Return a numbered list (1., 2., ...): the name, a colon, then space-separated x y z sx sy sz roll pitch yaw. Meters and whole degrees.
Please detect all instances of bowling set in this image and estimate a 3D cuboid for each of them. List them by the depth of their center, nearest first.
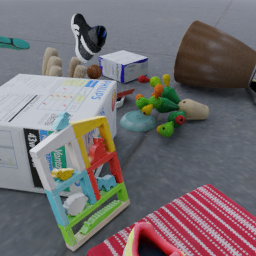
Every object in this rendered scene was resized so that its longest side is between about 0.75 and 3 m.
1. bowling set: -1.993 -1.570 9.810 2.021 1.559 2.903 10 26 -21

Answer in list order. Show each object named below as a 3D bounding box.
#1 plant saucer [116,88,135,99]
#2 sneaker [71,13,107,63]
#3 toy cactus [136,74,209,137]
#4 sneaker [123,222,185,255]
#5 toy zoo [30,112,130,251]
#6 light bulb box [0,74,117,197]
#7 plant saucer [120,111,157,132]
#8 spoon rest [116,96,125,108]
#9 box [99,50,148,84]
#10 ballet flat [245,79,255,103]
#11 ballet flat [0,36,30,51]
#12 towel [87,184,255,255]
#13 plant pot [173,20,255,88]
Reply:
1. plant saucer: -0.312 -1.123 9.636 0.879 0.162 0.881 -20 5 -29
2. sneaker: -1.023 -2.701 7.810 0.615 0.942 1.684 20 51 -50
3. toy cactus: 1.345 -0.764 8.377 2.239 1.388 2.714 9 30 -14
4. sneaker: 0.568 2.035 3.431 0.826 0.954 2.114 -19 38 -30
5. toy zoo: -0.769 0.774 4.903 0.231 2.259 1.482 5 26 44
6. light bulb box: -1.840 0.009 6.618 2.720 1.697 2.696 6 32 8
7. plant saucer: 0.319 -0.262 8.511 1.125 0.202 1.125 0 32 0
8. spoon rest: -0.939 -0.975 9.236 1.644 0.817 0.498 9 38 -8
9. box: -0.190 -2.584 11.691 1.422 0.811 1.546 -27 40 -37
10. ballet flat: 4.627 -1.355 9.925 0.670 0.573 2.016 3 32 5
11. ballet flat: -3.801 -2.716 9.077 1.151 0.388 0.405 2 -20 -41
12. towel: 1.055 2.104 4.542 2.944 0.331 2.129 -20 37 -29
13. plant pot: 3.334 -2.417 10.209 2.534 2.369 2.369 24 38 23
